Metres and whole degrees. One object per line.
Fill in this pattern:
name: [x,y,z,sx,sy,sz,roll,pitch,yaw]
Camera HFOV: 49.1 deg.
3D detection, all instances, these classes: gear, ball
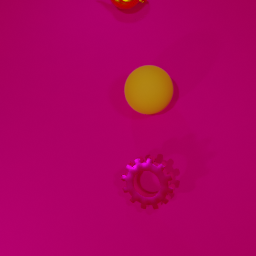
gear: [0.524,1.440,7.383,1.393,0.258,1.393,4,101,20]
ball: [0.599,-1.093,8.083,1.395,1.395,1.395,0,71,0]

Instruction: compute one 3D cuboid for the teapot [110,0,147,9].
teapot: [-0.216,-4.633,9.545,1.885,0.923,1.172,11,94,-16]
